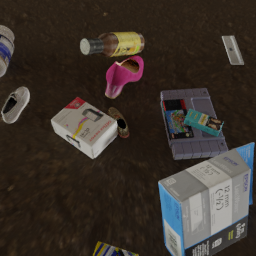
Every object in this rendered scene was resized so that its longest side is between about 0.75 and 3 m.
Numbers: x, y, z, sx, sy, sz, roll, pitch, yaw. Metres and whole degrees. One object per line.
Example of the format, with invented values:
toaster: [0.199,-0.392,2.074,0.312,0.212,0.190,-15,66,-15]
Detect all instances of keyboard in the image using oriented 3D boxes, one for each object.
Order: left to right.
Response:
keyboard: [4.122,-3.092,11.044,0.487,0.092,1.729,-3,53,4]

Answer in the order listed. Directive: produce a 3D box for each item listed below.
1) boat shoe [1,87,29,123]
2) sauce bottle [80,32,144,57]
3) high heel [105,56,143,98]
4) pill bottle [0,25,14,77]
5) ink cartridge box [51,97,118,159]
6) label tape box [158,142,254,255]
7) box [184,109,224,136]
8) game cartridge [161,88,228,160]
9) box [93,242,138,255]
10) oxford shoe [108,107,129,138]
boat shoe: [-3.698,-0.869,9.135,0.541,0.514,1.501,13,55,9]
sauce bottle: [-0.523,-2.952,9.931,2.591,0.838,0.838,-20,53,-41]
high heel: [0.005,-2.125,9.386,0.881,1.255,2.616,31,46,10]
pill bottle: [-4.808,-2.846,10.205,1.117,1.117,1.866,0,53,0]
ink cartridge box: [-1.283,-0.037,8.419,1.628,0.697,1.202,30,59,22]
label tape box: [2.070,1.669,6.266,2.653,1.901,0.877,-18,27,-18]
box: [2.234,-0.167,8.290,1.052,0.259,0.433,23,57,16]
game cartridge: [1.955,-0.226,8.740,1.631,0.483,2.516,-2,54,-7]
box: [-0.612,3.775,5.455,0.940,0.863,2.684,14,51,10]
oxford shoe: [-0.282,-0.278,8.743,0.425,0.452,1.208,-23,57,-16]
